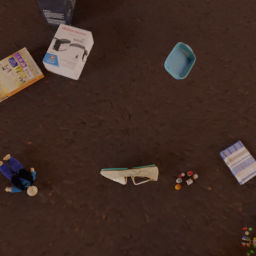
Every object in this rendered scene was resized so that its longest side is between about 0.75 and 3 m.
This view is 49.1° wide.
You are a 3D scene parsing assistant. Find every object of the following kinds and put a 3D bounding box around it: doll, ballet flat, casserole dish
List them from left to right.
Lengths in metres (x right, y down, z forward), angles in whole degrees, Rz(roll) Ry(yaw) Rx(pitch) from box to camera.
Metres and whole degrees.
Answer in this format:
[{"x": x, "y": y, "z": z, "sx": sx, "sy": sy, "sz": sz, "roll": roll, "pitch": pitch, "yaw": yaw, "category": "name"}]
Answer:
[{"x": -3.818, "y": 1.740, "z": 9.767, "sx": 1.674, "sy": 0.406, "sz": 1.142, "roll": 42, "pitch": 69, "yaw": 5, "category": "doll"}, {"x": 0.057, "y": 1.655, "z": 9.673, "sx": 2.014, "sy": 0.679, "sz": 0.628, "roll": -5, "pitch": 79, "yaw": -1, "category": "ballet flat"}, {"x": 1.432, "y": -1.850, "z": 7.822, "sx": 0.748, "sy": 0.240, "sz": 1.235, "roll": 41, "pitch": 59, "yaw": -12, "category": "casserole dish"}]

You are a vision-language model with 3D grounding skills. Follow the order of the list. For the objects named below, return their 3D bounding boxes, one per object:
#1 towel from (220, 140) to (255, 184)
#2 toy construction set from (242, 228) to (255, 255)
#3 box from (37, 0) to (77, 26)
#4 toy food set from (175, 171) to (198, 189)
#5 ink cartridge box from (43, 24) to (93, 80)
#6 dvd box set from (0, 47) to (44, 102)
[{"x": 4.055, "y": 1.221, "z": 10.067, "sx": 0.983, "sy": 0.159, "sz": 1.339, "roll": -29, "pitch": 74, "yaw": -10, "category": "towel"}, {"x": 4.081, "y": 3.649, "z": 9.180, "sx": 0.664, "sy": 0.612, "sz": 0.797, "roll": -33, "pitch": 60, "yaw": 25, "category": "toy construction set"}, {"x": -2.812, "y": -5.438, "z": 11.304, "sx": 1.070, "sy": 1.822, "sz": 1.792, "roll": 9, "pitch": 72, "yaw": 3, "category": "box"}, {"x": 2.021, "y": 1.773, "z": 9.760, "sx": 0.893, "sy": 0.402, "sz": 0.426, "roll": -24, "pitch": 74, "yaw": -7, "category": "toy food set"}, {"x": -2.330, "y": -3.028, "z": 11.083, "sx": 1.333, "sy": 0.769, "sz": 1.837, "roll": 17, "pitch": 73, "yaw": 5, "category": "ink cartridge box"}, {"x": -4.550, "y": -2.114, "z": 11.051, "sx": 2.012, "sy": 0.296, "sz": 1.472, "roll": -34, "pitch": 75, "yaw": -10, "category": "dvd box set"}]
